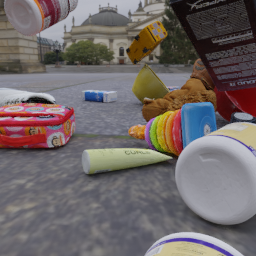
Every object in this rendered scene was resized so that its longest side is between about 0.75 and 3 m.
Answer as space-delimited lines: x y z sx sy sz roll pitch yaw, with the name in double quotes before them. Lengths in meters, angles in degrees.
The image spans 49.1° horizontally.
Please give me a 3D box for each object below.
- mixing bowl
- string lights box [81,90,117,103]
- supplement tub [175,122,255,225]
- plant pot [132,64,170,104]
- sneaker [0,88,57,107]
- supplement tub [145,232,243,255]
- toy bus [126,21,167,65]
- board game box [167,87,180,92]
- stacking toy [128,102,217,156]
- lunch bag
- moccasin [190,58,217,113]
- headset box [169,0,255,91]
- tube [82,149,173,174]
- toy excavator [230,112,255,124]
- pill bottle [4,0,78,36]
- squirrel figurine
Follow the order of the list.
"mixing bowl" 3.624 -0.958 9.210 2.149 2.149 1.164 -7 -24 -26
"string lights box" -1.486 -1.650 14.484 1.666 0.491 0.856 8 15 29
"supplement tub" 1.509 0.535 3.968 1.137 1.137 1.565 11 17 38
"plant pot" 0.963 -1.882 13.212 1.304 1.837 1.837 -41 6 14
"sneaker" -4.090 -0.979 10.463 2.882 1.053 1.020 -6 10 -27
"supplement tub" 0.273 1.255 1.490 0.897 0.897 1.234 6 15 25
"toy bus" 0.718 -3.629 12.223 0.958 0.796 2.447 -34 2 -18
"board game box" 2.549 -2.293 17.257 1.503 0.464 1.504 -2 13 -5
"stacking toy" 0.818 0.107 6.322 2.153 1.182 1.250 -3 4 43
"lunch bag" -2.515 -0.013 7.026 2.169 0.889 1.911 0 18 2
"moccasin" 2.771 -1.254 9.979 0.982 1.037 2.686 26 -14 28
"headset box" 1.816 -2.090 4.825 1.081 2.083 2.799 -3 -24 34
"tube" -0.022 0.573 5.444 1.721 0.447 0.499 -2 51 -28
"toy excavator" 3.053 0.463 5.147 1.901 0.977 1.955 -6 27 -15
"pill bottle" -2.150 -3.191 7.249 1.047 1.047 1.833 7 39 27
"squirrel figurine" 1.448 -0.604 8.299 1.953 1.481 2.093 -9 12 -10
